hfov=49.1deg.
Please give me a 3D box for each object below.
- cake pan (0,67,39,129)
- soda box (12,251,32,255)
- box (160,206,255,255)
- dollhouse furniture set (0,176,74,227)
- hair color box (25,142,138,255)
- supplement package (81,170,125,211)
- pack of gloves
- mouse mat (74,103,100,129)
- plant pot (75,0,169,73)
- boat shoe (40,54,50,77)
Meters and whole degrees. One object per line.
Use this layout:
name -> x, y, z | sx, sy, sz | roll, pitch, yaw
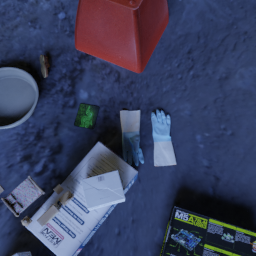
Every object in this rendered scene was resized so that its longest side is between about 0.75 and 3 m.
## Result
cake pan -> -3.933, -0.926, 8.998 | 2.203, 0.404, 2.203 | 0, 68, 0
soda box -> -2.315, 4.474, 6.495 | 0.921, 0.986, 2.894 | -27, 71, -11
box -> 2.036, 3.542, 7.107 | 2.490, 0.592, 2.405 | 15, 67, 7
dollhouse furniture set -> -2.273, 1.553, 6.706 | 1.518, 0.741, 1.295 | 46, 72, 4
hair color box -> -1.147, 1.943, 7.579 | 1.435, 0.869, 2.870 | 36, 72, 14
supplement package -> -0.610, 1.558, 6.974 | 0.940, 0.521, 0.732 | -14, 69, -7
pack of gloves -> 0.594, 0.228, 8.557 | 1.584, 0.372, 1.886 | -4, 68, -1
mouse mat -> -1.319, -0.388, 8.989 | 0.673, 0.032, 0.837 | 10, 69, 4
plant pot -> -0.184, -3.860, 9.154 | 2.647, 2.333, 2.645 | 23, 70, 9
boat shoe -> -2.790, -2.106, 9.511 | 0.285, 0.304, 0.844 | 0, 69, -36
